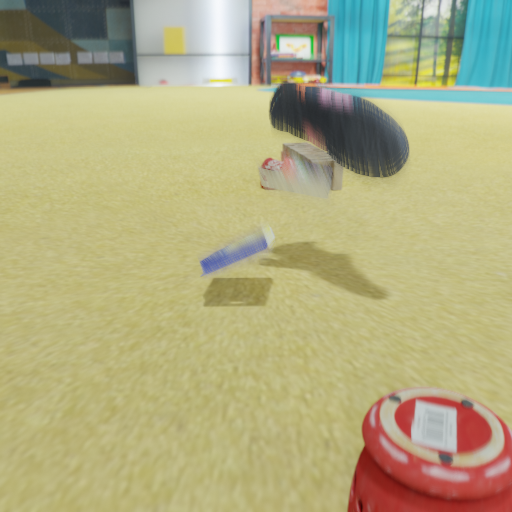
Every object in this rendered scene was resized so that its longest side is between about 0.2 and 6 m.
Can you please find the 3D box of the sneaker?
[{"bbox_3d":[1.306,-1.794,7.810,1.060,0.907,2.584,1,30,-39],"label":"sneaker"}]

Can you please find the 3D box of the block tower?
[{"bbox_3d":[1.363,-2.360,14.472,0.799,0.747,2.765,-7,21,-14],"label":"block tower"}]

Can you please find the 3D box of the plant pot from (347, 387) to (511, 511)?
[{"bbox_3d":[1.237,1.573,3.858,1.145,1.043,1.145,2,22,-1],"label":"plant pot"}]

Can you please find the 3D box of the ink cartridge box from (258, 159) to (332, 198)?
[{"bbox_3d":[0.584,-1.176,8.326,1.048,0.264,0.571,13,-19,10],"label":"ink cartridge box"}]

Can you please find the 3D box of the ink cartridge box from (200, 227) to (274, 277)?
[{"bbox_3d":[-0.267,-0.071,7.698,0.980,0.233,0.992,-23,3,11],"label":"ink cartridge box"}]

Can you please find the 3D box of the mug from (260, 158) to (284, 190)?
[{"bbox_3d":[0.624,-1.891,13.693,0.977,0.868,0.652,19,-8,32],"label":"mug"}]
